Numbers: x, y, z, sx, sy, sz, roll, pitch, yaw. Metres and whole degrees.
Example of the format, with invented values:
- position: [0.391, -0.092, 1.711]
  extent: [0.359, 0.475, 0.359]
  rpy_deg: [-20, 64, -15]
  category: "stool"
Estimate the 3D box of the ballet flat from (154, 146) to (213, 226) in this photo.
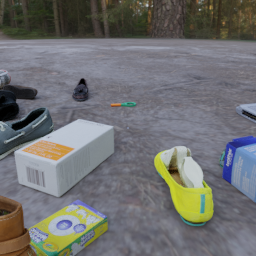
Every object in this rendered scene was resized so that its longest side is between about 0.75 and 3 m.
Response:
- position: [1.126, 0.878, 5.786]
  extent: [0.853, 0.856, 2.552]
  rpy_deg: [-2, 22, -6]
  category: "ballet flat"

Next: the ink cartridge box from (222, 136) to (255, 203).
- position: [3.159, 0.890, 5.682]
  extent: [1.709, 0.956, 2.505]
  rpy_deg: [-8, 21, -19]
  category: "ink cartridge box"

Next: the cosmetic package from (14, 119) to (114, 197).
- position: [-1.354, 0.575, 6.590]
  extent: [1.149, 0.807, 2.265]
  rpy_deg: [11, 24, 24]
  category: "cosmetic package"

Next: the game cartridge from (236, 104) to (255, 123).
- position: [4.872, -0.441, 9.785]
  extent: [1.261, 0.387, 1.895]
  rpy_deg: [-9, 23, -13]
  category: "game cartridge"

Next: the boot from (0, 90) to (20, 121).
- position: [-5.200, -0.868, 10.013]
  extent: [2.428, 0.927, 2.040]
  rpy_deg: [-2, 17, -22]
  category: "boot"

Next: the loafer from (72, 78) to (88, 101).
- position: [-2.148, -1.769, 12.690]
  extent: [0.723, 0.633, 2.011]
  rpy_deg: [-2, 22, -4]
  category: "loafer"

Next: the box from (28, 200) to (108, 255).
- position: [-1.058, 1.699, 4.472]
  extent: [0.783, 0.323, 1.334]
  rpy_deg: [17, 29, 36]
  category: "box"

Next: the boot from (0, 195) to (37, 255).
- position: [-2.043, 1.509, 3.168]
  extent: [2.082, 1.617, 0.798]
  rpy_deg: [3, 22, 7]
  category: "boot"

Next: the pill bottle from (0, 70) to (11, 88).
- position: [-6.543, -2.367, 13.923]
  extent: [0.827, 0.827, 1.452]
  rpy_deg: [3, 22, 6]
  category: "pill bottle"

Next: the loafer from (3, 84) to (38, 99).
- position: [-4.759, -1.585, 12.459]
  extent: [1.653, 0.604, 0.587]
  rpy_deg: [11, 14, 11]
  category: "loafer"

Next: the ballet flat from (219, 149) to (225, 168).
- position: [3.001, 0.610, 6.862]
  extent: [1.648, 0.612, 0.612]
  rpy_deg: [-9, 23, -22]
  category: "ballet flat"

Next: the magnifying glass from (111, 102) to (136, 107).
- position: [-0.183, -0.949, 11.363]
  extent: [1.028, 0.115, 0.409]
  rpy_deg: [-5, 23, -11]
  category: "magnifying glass"

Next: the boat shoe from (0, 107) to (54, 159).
- position: [-3.307, 0.144, 7.445]
  extent: [1.074, 0.911, 2.950]
  rpy_deg: [25, 32, 36]
  category: "boat shoe"
